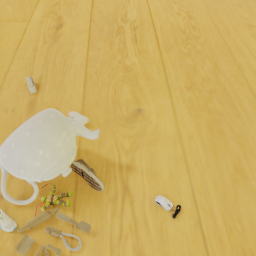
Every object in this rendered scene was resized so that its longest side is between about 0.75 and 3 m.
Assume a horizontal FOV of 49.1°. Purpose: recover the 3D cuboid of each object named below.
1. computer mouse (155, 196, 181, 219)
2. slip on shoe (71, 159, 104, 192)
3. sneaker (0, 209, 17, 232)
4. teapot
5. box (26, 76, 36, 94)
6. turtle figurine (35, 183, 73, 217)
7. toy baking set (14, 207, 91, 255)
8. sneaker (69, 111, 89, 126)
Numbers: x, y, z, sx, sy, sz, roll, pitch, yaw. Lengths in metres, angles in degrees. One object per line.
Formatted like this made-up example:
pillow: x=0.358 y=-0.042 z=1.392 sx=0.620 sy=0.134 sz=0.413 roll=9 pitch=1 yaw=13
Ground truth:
computer mouse: x=1.138 y=2.237 z=8.153 sx=0.817 sy=0.179 sz=0.448 roll=31 pitch=56 yaw=25
slip on shoe: x=-1.186 y=1.428 z=8.713 sx=1.382 sy=0.525 sz=0.419 roll=29 pitch=43 yaw=31
sneaker: x=-3.480 y=2.524 z=7.740 sx=0.926 sy=0.374 sz=0.354 roll=29 pitch=55 yaw=15
teapot: x=-2.451 y=0.778 z=8.356 sx=1.816 sy=2.486 sz=2.454 roll=47 pitch=36 yaw=-1
box: x=-4.077 y=-1.822 z=11.796 sx=0.268 sy=0.322 sz=0.783 roll=-17 pitch=51 yaw=-15
turtle figurine: x=-2.143 y=2.109 z=8.108 sx=0.965 sy=0.385 sz=1.197 roll=-1 pitch=35 yaw=9
toy baking set: x=-2.026 y=2.897 z=7.544 sx=1.923 sy=0.224 sz=1.476 roll=-31 pitch=60 yaw=-20
sneaker: x=-1.945 y=-0.296 z=10.368 sx=0.880 sy=0.324 sz=0.508 roll=20 pitch=49 yaw=24
